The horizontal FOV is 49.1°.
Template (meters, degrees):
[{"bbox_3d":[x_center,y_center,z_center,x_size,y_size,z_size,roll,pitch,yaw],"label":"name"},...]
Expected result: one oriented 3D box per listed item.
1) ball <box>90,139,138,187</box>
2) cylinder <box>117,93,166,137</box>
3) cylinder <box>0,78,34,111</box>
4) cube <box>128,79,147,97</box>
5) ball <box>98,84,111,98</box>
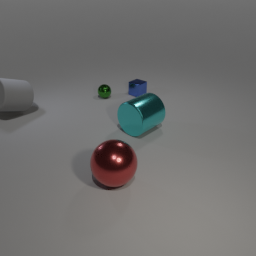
[{"bbox_3d":[-0.414,1.032,8.278,1.400,1.400,1.400,0,29,0],"label":"ball"},{"bbox_3d":[0.534,-0.552,11.129,1.400,1.400,1.400,24,37,37],"label":"cylinder"},{"bbox_3d":[-5.114,-1.424,12.221,1.400,1.400,1.400,20,14,32],"label":"cylinder"},{"bbox_3d":[0.505,-2.094,14.644,0.700,0.700,0.700,23,36,35],"label":"cube"},{"bbox_3d":[-1.194,-1.872,14.233,0.700,0.700,0.700,0,29,0],"label":"ball"}]
